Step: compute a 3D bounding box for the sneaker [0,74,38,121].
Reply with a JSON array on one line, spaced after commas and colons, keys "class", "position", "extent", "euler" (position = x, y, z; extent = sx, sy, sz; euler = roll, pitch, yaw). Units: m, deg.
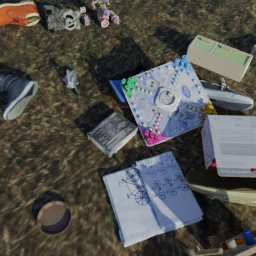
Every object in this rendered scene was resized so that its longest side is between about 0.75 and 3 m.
[{"class": "sneaker", "position": [-4.474, -1.197, 10.383], "extent": [1.460, 0.768, 2.020], "euler": [20, 48, 1]}]

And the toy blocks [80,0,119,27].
[{"class": "toy blocks", "position": [-1.212, -5.383, 12.834], "extent": [1.743, 1.629, 1.467], "euler": [-16, 53, -14]}]

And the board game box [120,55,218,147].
[{"class": "board game box", "position": [1.419, -1.054, 9.969], "extent": [2.703, 0.350, 2.702], "euler": [-22, 73, -3]}]

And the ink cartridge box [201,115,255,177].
[{"class": "ink cartridge box", "position": [3.786, 0.770, 8.932], "extent": [2.515, 1.055, 2.208], "euler": [2, 55, 2]}]

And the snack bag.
[{"class": "snack bag", "position": [0.654, 2.037, 8.545], "extent": [2.532, 0.271, 2.387], "euler": [-15, 57, -10]}]

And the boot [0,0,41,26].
[{"class": "boot", "position": [-5.323, -5.269, 13.267], "extent": [2.303, 0.864, 1.235], "euler": [-24, 64, -17]}]

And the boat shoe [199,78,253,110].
[{"class": "boat shoe", "position": [3.388, -1.340, 10.480], "extent": [2.528, 0.933, 0.863], "euler": [13, 69, 20]}]

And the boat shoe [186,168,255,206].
[{"class": "boat shoe", "position": [3.083, 1.873, 8.370], "extent": [2.732, 0.859, 0.996], "euler": [4, 30, 5]}]

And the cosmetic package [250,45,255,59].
[{"class": "cosmetic package", "position": [6.090, -3.355, 12.143], "extent": [1.277, 0.467, 0.661], "euler": [-18, 57, -11]}]

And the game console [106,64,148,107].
[{"class": "game console", "position": [0.184, -1.644, 10.598], "extent": [1.404, 0.967, 1.629], "euler": [-40, 58, 18]}]

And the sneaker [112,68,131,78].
[{"class": "sneaker", "position": [-0.328, -2.221, 11.503], "extent": [0.916, 0.323, 0.346], "euler": [-27, 38, -23]}]

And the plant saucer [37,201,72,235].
[{"class": "plant saucer", "position": [-2.135, 2.640, 8.192], "extent": [1.001, 0.172, 1.001], "euler": [0, 55, -1]}]

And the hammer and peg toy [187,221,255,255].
[{"class": "hammer and peg toy", "position": [2.681, 3.075, 7.086], "extent": [2.101, 1.545, 0.741], "euler": [-18, 76, -13]}]

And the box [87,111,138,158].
[{"class": "box", "position": [-0.535, 0.181, 9.773], "extent": [1.132, 0.345, 1.429], "euler": [37, 63, 23]}]

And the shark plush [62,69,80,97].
[{"class": "shark plush", "position": [-2.139, -1.832, 11.133], "extent": [0.550, 0.600, 1.321], "euler": [-1, 44, -39]}]

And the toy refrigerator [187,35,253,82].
[{"class": "toy refrigerator", "position": [3.742, -2.934, 11.611], "extent": [2.441, 0.854, 0.927], "euler": [28, 60, 19]}]

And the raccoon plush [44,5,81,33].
[{"class": "raccoon plush", "position": [-3.119, -5.432, 13.273], "extent": [1.549, 1.119, 2.312], "euler": [-10, 55, -16]}]
